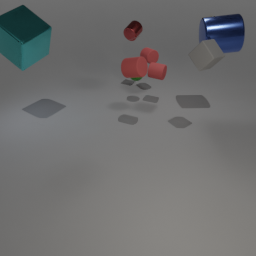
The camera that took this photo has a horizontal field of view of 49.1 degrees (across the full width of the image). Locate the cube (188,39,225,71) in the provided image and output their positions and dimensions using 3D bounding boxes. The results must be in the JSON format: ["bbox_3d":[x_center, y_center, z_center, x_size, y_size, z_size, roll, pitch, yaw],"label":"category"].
[{"bbox_3d":[2.556,-2.368,9.112,0.700,0.700,0.700,-21,77,-39],"label":"cube"}]

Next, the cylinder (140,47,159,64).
[{"bbox_3d":[1.075,-3.630,14.079,0.700,0.700,0.700,-16,32,-25],"label":"cylinder"}]

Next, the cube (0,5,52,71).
[{"bbox_3d":[-3.794,-3.239,10.105,1.400,1.400,1.400,39,55,4],"label":"cube"}]

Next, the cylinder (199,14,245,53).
[{"bbox_3d":[3.565,-3.585,10.800,1.400,1.400,1.400,-5,30,4],"label":"cylinder"}]

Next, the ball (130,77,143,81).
[{"bbox_3d":[0.378,-2.530,12.989,0.700,0.700,0.700,0,31,0],"label":"ball"}]

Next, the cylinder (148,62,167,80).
[{"bbox_3d":[1.342,-2.603,12.819,0.700,0.700,0.700,17,34,19],"label":"cylinder"}]

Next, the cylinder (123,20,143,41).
[{"bbox_3d":[0.245,-4.664,13.437,0.700,0.700,0.700,17,56,27],"label":"cylinder"}]

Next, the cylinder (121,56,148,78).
[{"bbox_3d":[0.227,-2.137,9.886,0.700,0.700,0.700,4,28,36],"label":"cylinder"}]
